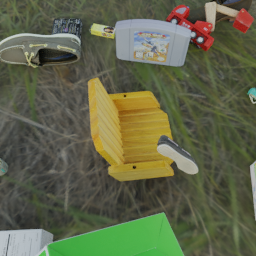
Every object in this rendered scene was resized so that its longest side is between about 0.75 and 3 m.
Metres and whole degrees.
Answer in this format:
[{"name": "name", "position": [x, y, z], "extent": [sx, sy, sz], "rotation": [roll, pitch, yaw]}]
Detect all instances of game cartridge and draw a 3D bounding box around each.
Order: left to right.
[{"name": "game cartridge", "position": [0.798, -2.885, 9.503], "extent": [2.468, 1.643, 0.512], "rotation": [8, 66, 5]}]

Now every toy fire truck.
[{"name": "toy fire truck", "position": [2.903, -3.863, 10.148], "extent": [2.590, 0.631, 1.826], "rotation": [39, 95, 10]}]

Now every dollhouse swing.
[{"name": "dollhouse swing", "position": [0.197, -0.122, 7.715], "extent": [2.271, 2.197, 2.499], "rotation": [-6, 61, -3]}]

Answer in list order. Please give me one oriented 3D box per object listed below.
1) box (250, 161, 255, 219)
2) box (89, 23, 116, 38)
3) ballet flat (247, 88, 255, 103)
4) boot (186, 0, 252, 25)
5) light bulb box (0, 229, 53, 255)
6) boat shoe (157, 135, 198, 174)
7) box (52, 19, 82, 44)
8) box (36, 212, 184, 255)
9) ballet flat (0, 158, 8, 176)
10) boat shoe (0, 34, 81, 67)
[{"name": "box", "position": [3.941, 1.655, 7.526], "extent": [0.905, 0.816, 1.609], "rotation": [6, 62, 2]}, {"name": "box", "position": [-0.961, -3.730, 10.753], "extent": [0.973, 0.244, 0.366], "rotation": [12, 62, 7]}, {"name": "ballet flat", "position": [4.322, -0.856, 9.200], "extent": [0.368, 0.352, 1.045], "rotation": [-37, 65, 8]}, {"name": "boot", "position": [3.329, -4.715, 10.599], "extent": [2.960, 1.435, 1.106], "rotation": [-13, 63, -7]}, {"name": "light bulb box", "position": [-2.785, 3.324, 6.471], "extent": [1.753, 1.094, 1.738], "rotation": [-2, 62, 0]}, {"name": "boat shoe", "position": [1.040, 0.534, 5.652], "extent": [1.153, 0.385, 0.328], "rotation": [37, 46, -27]}, {"name": "box", "position": [-2.328, -3.591, 10.647], "extent": [1.071, 0.291, 1.337], "rotation": [-2, 62, -1]}, {"name": "box", "position": [-0.581, 2.907, 5.464], "extent": [2.610, 2.303, 1.262], "rotation": [-1, 55, -38]}, {"name": "ballet flat", "position": [-4.200, 0.806, 8.152], "extent": [1.654, 0.527, 0.557], "rotation": [28, 66, 14]}, {"name": "boat shoe", "position": [-3.077, -2.621, 9.707], "extent": [2.897, 1.035, 0.866], "rotation": [-8, 57, -9]}]
